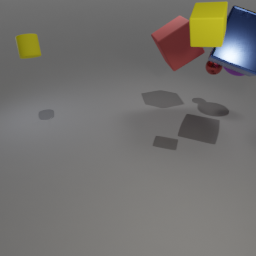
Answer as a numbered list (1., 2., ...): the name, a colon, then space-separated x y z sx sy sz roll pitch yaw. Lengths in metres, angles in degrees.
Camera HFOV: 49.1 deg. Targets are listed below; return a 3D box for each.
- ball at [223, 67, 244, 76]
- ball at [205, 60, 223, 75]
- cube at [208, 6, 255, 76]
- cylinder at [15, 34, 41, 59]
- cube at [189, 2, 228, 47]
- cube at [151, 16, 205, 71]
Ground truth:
1. ball: 4.160 -2.628 10.328 1.400 1.400 1.400 0 29 0
2. ball: 3.642 -2.606 11.865 0.700 0.700 0.700 0 29 0
3. cube: 3.231 -2.368 7.896 1.400 1.400 1.400 24 14 8
4. cylinder: -3.307 -2.711 9.308 0.700 0.700 0.700 -9 11 2
5. cube: 1.782 -2.286 6.200 0.700 0.700 0.700 7 52 21
6. cube: 1.957 -3.382 11.172 1.400 1.400 1.400 -31 29 10
